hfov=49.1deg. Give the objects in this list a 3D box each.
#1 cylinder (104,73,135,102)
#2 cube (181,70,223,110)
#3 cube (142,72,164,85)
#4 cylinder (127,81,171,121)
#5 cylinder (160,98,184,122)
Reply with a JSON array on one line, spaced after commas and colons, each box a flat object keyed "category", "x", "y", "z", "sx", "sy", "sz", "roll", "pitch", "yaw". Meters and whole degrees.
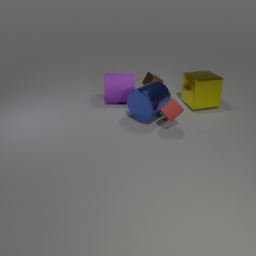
[{"category": "cylinder", "x": -0.407, "y": -1.957, "z": 13.626, "sx": 1.400, "sy": 1.400, "sz": 1.400, "roll": -1, "pitch": 32, "yaw": -1}, {"category": "cube", "x": 3.481, "y": -1.836, "z": 13.330, "sx": 1.400, "sy": 1.400, "sz": 1.400, "roll": -7, "pitch": 28, "yaw": -12}, {"category": "cube", "x": 1.272, "y": -2.371, "z": 14.500, "sx": 0.700, "sy": 0.700, "sz": 0.700, "roll": 15, "pitch": 26, "yaw": -33}, {"category": "cylinder", "x": 0.917, "y": -1.186, "z": 12.172, "sx": 1.400, "sy": 1.400, "sz": 1.400, "roll": 25, "pitch": 39, "yaw": 34}, {"category": "cylinder", "x": 1.776, "y": -0.731, "z": 11.358, "sx": 0.700, "sy": 0.700, "sz": 0.700, "roll": -42, "pitch": 37, "yaw": 4}]
